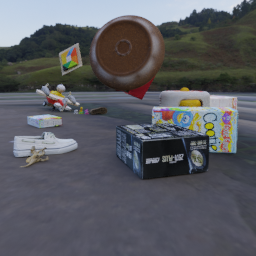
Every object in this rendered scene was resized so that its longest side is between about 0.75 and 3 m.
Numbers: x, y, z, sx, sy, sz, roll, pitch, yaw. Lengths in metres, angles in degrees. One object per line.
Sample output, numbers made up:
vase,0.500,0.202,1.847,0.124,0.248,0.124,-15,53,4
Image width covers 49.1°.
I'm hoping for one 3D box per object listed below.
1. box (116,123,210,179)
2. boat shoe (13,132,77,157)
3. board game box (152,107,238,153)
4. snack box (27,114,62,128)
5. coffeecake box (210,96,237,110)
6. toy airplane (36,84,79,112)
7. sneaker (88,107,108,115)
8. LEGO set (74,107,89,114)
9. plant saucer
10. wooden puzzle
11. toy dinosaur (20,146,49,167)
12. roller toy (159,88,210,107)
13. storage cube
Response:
box,0.678,0.423,6.301,1.504,0.791,1.836,-3,10,-19
boat shoe,-2.101,0.379,7.300,1.662,0.555,0.611,-7,12,-36
board game box,1.787,0.000,7.832,2.190,1.128,1.149,1,10,7
snack box,-3.562,-0.305,11.938,0.996,0.371,1.401,-7,12,-37
coffeecake box,4.404,-1.276,15.851,2.721,0.994,2.089,-5,11,-28
toy airplane,-4.397,-1.951,17.804,2.329,1.651,2.339,17,0,4
sneaker,-1.721,-0.986,15.947,1.144,0.403,0.432,-7,9,-38
LEGO set,-2.647,-1.010,16.163,0.909,0.373,0.347,3,9,16
plant saucer,-0.121,-2.828,10.165,2.877,2.877,0.526,2,-5,12
wooden puzzle,-3.010,-3.551,14.451,1.327,1.434,0.267,-19,-19,27
toy dinosaur,-2.139,0.705,6.502,0.522,0.300,1.032,-18,22,0
roller toy,2.314,-0.873,11.636,2.080,1.593,2.280,8,12,38
storage cube,0.107,-2.067,11.082,1.313,1.536,1.381,33,10,24
